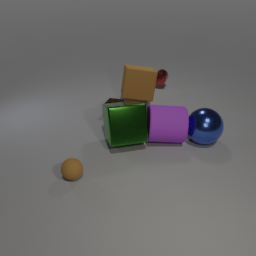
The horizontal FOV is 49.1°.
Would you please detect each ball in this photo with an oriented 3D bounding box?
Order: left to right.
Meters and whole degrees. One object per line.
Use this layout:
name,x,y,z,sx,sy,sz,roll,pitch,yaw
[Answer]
ball,-1.784,1.301,8.911,0.700,0.700,0.700,0,30,0
ball,2.891,-0.067,10.606,1.400,1.400,1.400,0,30,0

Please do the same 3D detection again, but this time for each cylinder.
cylinder,1.826,-2.812,15.535,0.700,0.700,0.700,10,34,17
cylinder,1.437,-0.159,10.636,1.400,1.400,1.400,3,30,-4

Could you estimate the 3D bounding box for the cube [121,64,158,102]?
cube,0.482,-2.140,13.162,1.400,1.400,1.400,6,18,-8

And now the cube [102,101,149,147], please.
cube,-0.133,-0.209,10.463,1.400,1.400,1.400,-7,12,-12

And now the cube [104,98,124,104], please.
cube,-0.623,-0.884,12.707,0.700,0.700,0.700,9,31,15
